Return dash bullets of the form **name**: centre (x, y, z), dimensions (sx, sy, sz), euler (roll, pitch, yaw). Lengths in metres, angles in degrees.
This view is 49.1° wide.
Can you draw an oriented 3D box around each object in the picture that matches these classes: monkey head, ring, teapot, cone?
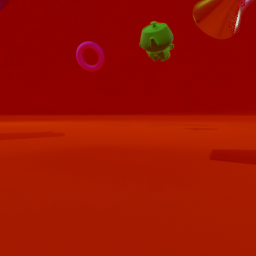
- **monkey head**: centre (1.154, -2.997, 10.342), dimensions (1.371, 0.826, 0.987), euler (0, -36, -15)
- **ring**: centre (-1.432, -2.700, 10.649), dimensions (1.145, 1.145, 0.229), euler (1, 30, 19)
- **teapot**: centre (0.772, -2.576, 7.830), dimensions (0.932, 0.734, 1.500), euler (-4, 37, 17)
- **cone**: centre (2.361, -2.975, 6.541), dimensions (1.229, 1.229, 1.233), euler (-1, -21, -17)

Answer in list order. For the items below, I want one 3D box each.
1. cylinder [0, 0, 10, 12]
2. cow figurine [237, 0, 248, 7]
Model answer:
- **cylinder**: centre (-3.248, -2.757, 5.636), dimensions (1.316, 1.316, 1.316), euler (7, -41, 6)
- **cow figurine**: centre (2.078, -3.048, 5.800), dimensions (1.076, 1.059, 0.591), euler (4, 29, 29)
